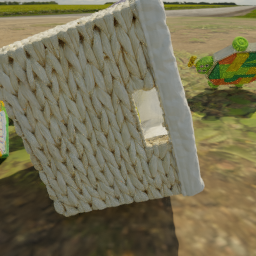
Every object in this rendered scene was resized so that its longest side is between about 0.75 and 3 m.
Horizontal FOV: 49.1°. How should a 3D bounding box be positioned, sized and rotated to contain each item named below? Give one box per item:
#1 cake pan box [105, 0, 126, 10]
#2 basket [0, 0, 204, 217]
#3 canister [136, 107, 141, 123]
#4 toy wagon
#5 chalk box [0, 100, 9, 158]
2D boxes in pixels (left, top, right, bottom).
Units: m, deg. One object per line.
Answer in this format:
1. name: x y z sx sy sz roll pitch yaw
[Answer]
1. cake pan box: -0.167 -2.167 8.252 0.731 2.574 2.795 -18 26 48
2. basket: -0.312 -0.548 4.783 2.280 2.809 2.835 -14 25 8
3. canister: -0.419 -0.215 5.392 1.111 0.825 0.481 -21 55 14
4. toy wagon: 3.452 -2.092 9.413 2.905 2.254 0.575 -5 66 -9
5. chalk box: -3.324 -0.223 5.205 1.748 1.736 2.800 -2 -5 -5
